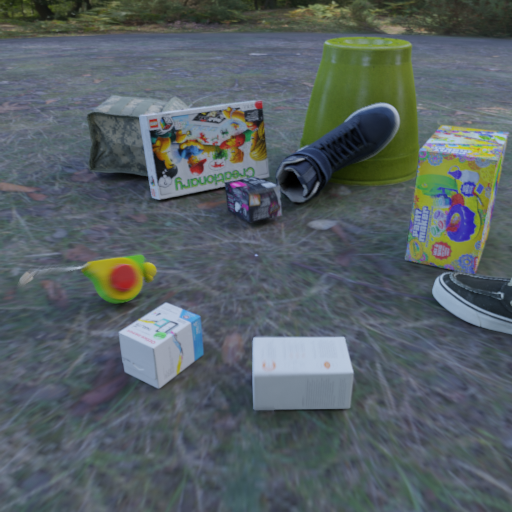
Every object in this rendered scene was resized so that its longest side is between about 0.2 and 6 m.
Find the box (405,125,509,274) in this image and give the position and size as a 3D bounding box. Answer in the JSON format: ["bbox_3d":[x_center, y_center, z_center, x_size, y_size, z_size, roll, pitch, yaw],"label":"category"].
[{"bbox_3d":[3.562,-1.066,9.954,1.232,2.019,1.945,13,30,24],"label":"box"}]

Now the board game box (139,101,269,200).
[{"bbox_3d":[-1.108,-2.475,12.874,2.911,1.838,0.504,-16,20,-27],"label":"board game box"}]

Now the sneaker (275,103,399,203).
[{"bbox_3d":[1.698,-2.179,12.199,2.882,1.096,2.083,-28,10,32],"label":"sneaker"}]

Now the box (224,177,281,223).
[{"bbox_3d":[-0.063,-1.169,11.530,0.762,0.662,1.154,-14,23,-23],"label":"box"}]

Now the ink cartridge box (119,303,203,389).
[{"bbox_3d":[-1.205,1.134,7.186,0.633,0.630,0.863,16,31,31],"label":"ink cartridge box"}]

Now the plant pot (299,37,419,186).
[{"bbox_3d":[2.672,-3.761,14.040,3.227,3.107,3.227,1,28,0],"label":"plant pot"}]

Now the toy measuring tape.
[{"bbox_3d":[-2.417,0.438,8.370,1.988,0.731,0.731,-10,28,-32],"label":"toy measuring tape"}]

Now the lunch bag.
[{"bbox_3d":[-2.506,-3.048,14.224,2.956,1.738,2.424,6,27,-1],"label":"lunch bag"}]

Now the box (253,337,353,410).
[{"bbox_3d":[0.527,1.396,6.706,1.137,0.554,0.707,0,28,0],"label":"box"}]

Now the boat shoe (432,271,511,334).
[{"bbox_3d":[3.927,0.624,7.888,2.830,0.901,1.000,20,33,33],"label":"boat shoe"}]
